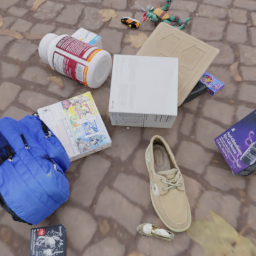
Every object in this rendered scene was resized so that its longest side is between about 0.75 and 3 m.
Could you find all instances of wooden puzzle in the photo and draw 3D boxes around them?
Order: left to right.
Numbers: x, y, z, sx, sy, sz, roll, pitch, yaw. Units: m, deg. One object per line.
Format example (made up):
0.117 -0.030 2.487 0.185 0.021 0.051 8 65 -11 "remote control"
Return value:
1.626 -2.475 10.961 2.905 0.672 2.690 35 87 26 "wooden puzzle"

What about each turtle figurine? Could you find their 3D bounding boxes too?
1.602 -5.227 12.848 2.312 1.164 1.731 33 75 3 "turtle figurine"

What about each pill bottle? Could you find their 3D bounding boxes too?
-2.105 -2.730 11.017 2.663 1.504 1.504 28 61 17 "pill bottle"

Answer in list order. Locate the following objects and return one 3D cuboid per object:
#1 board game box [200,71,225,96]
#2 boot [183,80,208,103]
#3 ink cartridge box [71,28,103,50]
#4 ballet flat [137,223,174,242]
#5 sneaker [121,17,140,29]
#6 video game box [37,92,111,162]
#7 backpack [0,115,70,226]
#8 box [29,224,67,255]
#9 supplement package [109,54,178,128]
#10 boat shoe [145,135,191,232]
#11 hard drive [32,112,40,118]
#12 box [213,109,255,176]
3.265 -1.781 11.175 0.633 0.211 0.942 -36 64 -21 "board game box"
2.157 -1.780 10.997 1.254 0.499 1.521 -27 63 -23 "boot"
-1.771 -3.546 11.944 1.121 0.823 0.819 30 62 17 "ink cartridge box"
0.795 2.946 8.015 1.106 0.416 0.375 14 61 9 "ballet flat"
0.067 -4.903 13.114 0.936 0.327 0.421 15 56 7 "sneaker"
-1.854 -0.013 9.698 1.954 0.502 2.145 -21 69 -9 "video game box"
-2.818 1.164 7.975 2.295 2.223 2.735 -36 66 -9 "backpack"
-2.195 3.267 7.746 0.910 0.520 0.999 -6 58 -5 "box"
0.533 -1.187 9.547 2.127 1.564 2.034 4 74 2 "supplement package"
1.181 1.611 8.548 1.063 0.957 2.945 -9 58 -6 "boat shoe"
-2.822 -0.372 10.263 1.192 0.225 0.833 -23 60 -13 "hard drive"
3.892 0.447 8.703 0.973 1.866 1.380 13 43 -45 "box"
